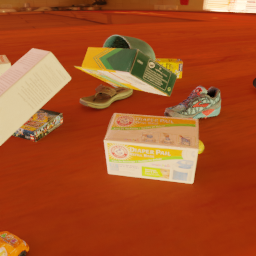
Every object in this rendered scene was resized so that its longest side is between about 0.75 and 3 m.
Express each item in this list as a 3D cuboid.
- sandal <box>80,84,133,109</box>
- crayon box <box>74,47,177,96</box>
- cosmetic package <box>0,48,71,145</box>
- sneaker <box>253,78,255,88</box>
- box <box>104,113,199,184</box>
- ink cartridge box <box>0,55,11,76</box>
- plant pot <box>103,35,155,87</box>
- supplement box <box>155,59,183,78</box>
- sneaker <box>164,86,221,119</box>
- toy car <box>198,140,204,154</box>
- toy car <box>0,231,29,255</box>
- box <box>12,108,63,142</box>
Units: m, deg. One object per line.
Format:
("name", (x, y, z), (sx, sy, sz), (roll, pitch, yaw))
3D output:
("sandal", (-0.847, -1.381, 10.781), (1.020, 0.733, 2.570), (21, 35, 34))
("crayon box", (-0.081, -0.966, 4.684), (0.964, 0.395, 1.533), (20, -1, -43))
("cosmetic package", (-2.235, -0.643, 5.568), (2.024, 0.721, 1.027), (-46, 38, -14))
("sneaker", (5.688, -1.555, 11.134), (0.912, 0.789, 2.084), (-19, 33, -21))
("box", (0.569, 0.455, 6.701), (2.084, 1.172, 1.056), (4, 40, 10))
("ink cartridge box", (-6.541, -2.460, 12.462), (2.513, 1.056, 1.834), (-14, 31, -25))
("plant pot", (0.147, -2.979, 12.460), (1.761, 2.194, 2.194), (-14, 30, -40))
("supplement box", (1.880, -2.898, 13.600), (1.423, 0.774, 0.779), (0, 28, 1))
("sneaker", (2.160, -0.883, 9.335), (2.347, 1.121, 0.931), (-15, 34, -31))
("toy car", (1.142, 0.122, 8.265), (1.957, 0.436, 1.842), (0, 28, 0))
("toy car", (-1.708, 2.207, 4.078), (1.013, 0.687, 2.065), (-24, 35, -37))
("box", (-3.303, -0.226, 8.980), (2.001, 0.377, 1.367), (12, 30, 22))
